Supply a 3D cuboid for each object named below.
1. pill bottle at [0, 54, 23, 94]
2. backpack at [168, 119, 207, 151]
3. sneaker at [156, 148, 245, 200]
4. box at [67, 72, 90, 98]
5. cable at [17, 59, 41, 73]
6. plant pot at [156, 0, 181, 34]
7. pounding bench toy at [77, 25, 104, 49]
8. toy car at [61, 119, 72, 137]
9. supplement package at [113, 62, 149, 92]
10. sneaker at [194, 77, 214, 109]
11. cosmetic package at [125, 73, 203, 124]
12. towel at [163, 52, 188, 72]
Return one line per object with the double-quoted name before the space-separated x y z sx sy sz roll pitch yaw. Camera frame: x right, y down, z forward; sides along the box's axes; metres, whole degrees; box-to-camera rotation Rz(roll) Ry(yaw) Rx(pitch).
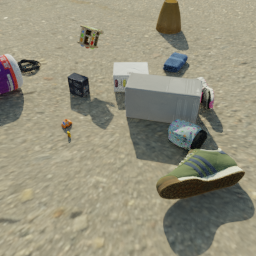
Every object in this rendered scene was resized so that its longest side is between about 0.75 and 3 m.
"pill bottle" -5.798 -1.971 11.404 2.633 1.481 1.481 -26 48 -27
"backpack" 1.952 0.233 9.455 1.206 0.763 1.006 25 49 29
"sneaker" 1.938 1.222 8.209 2.748 0.922 1.234 -7 44 -18
"box" -2.055 -1.798 11.728 0.782 0.795 0.467 22 46 23
"cable" -4.867 -2.996 13.524 1.161 0.295 0.947 20 50 18
"plant pot" 2.488 -6.670 16.610 1.551 1.664 1.551 1 42 -1
"pounding bench toy" -1.527 -3.856 12.074 0.669 0.839 1.076 30 26 30
"toy car" -2.130 -0.056 10.143 0.416 0.282 0.849 -22 45 -23
"supplement package" 0.124 -2.224 12.176 1.489 0.826 1.160 -1 41 1
"sneaker" 2.823 -1.402 11.331 0.919 0.775 2.100 -5 38 -4
"cosmetic package" 1.286 -1.075 10.436 2.707 1.446 1.221 12 44 10
"towel" 2.318 -3.190 13.638 0.840 0.365 1.505 20 44 20
